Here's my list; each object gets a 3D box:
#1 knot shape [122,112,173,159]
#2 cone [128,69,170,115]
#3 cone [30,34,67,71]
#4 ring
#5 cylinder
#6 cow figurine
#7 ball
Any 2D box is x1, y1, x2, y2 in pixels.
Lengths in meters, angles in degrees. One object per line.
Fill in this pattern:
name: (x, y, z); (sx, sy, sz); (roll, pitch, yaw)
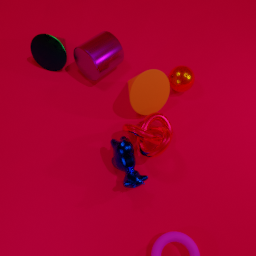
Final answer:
knot shape: (0.695, 0.240, 8.147); (1.602, 0.740, 1.499); (-6, 38, -14)
cone: (0.349, -1.352, 9.192); (1.462, 1.462, 1.468); (-30, 35, -15)
cone: (-2.563, -2.971, 10.115); (1.350, 1.350, 1.355); (14, 40, 7)
ring: (1.170, 3.190, 6.907); (1.195, 0.239, 1.195); (-2, 71, 6)
cylinder: (-0.985, -2.444, 9.497); (1.244, 1.244, 1.244); (40, 63, 19)
cow figurine: (0.000, 0.980, 7.757); (0.732, 1.334, 1.313); (-15, 26, -21)
ball: (1.773, -1.635, 9.312); (0.883, 0.883, 0.883); (0, 61, 0)
